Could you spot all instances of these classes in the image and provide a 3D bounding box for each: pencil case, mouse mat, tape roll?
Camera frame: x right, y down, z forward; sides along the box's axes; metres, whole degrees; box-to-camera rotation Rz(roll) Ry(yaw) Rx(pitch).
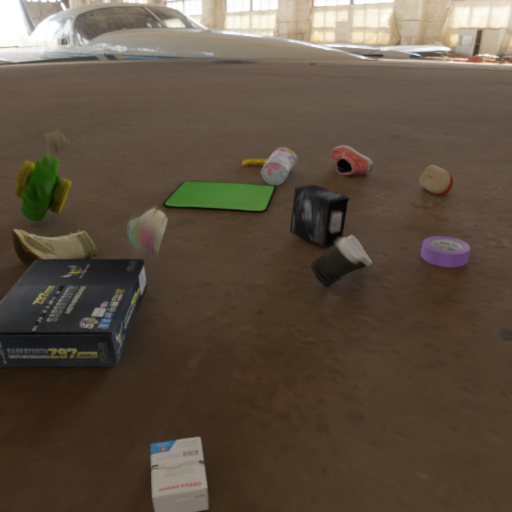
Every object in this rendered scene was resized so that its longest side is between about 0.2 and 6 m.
[{"bbox_3d":[0.680,-2.568,16.028,0.765,0.701,1.687,12,27,11],"label":"pencil case"},{"bbox_3d":[-0.894,-1.577,14.626,2.661,0.100,2.141,5,25,8],"label":"mouse mat"},{"bbox_3d":[3.768,-0.091,11.163,0.898,0.295,0.898,0,24,0],"label":"tape roll"}]

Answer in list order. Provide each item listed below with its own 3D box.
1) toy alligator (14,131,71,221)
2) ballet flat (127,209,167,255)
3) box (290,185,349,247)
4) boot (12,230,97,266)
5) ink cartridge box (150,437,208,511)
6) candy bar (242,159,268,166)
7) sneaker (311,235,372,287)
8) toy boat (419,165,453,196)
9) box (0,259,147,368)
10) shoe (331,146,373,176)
[{"bbox_3d":[-4.643,-1.474,12.061,1.041,3.512,0.953,25,64,-16],"label":"toy alligator"},{"bbox_3d":[-1.845,-0.499,9.671,0.671,0.652,1.886,-46,14,-2],"label":"ballet flat"},{"bbox_3d":[1.316,-0.859,11.852,0.616,1.031,1.049,-11,26,-37],"label":"box"},{"bbox_3d":[-4.014,-0.212,11.105,1.214,0.566,1.569,-23,39,-38],"label":"boot"},{"bbox_3d":[-0.819,2.321,5.920,0.555,0.326,0.758,-5,26,-9],"label":"ink cartridge box"},{"bbox_3d":[0.320,-2.883,17.328,1.533,0.170,0.382,2,29,3],"label":"candy bar"},{"bbox_3d":[1.526,0.121,10.241,0.633,0.887,1.789,57,20,13],"label":"sneaker"},{"bbox_3d":[4.900,-1.951,14.945,0.680,0.679,1.040,23,17,-23],"label":"toy boat"},{"bbox_3d":[-2.905,0.807,8.818,1.937,0.627,2.457,-1,25,1],"label":"box"},{"bbox_3d":[2.628,-2.854,16.716,0.796,0.625,1.750,-10,30,-29],"label":"shoe"}]
